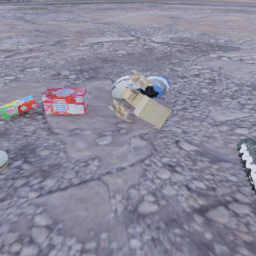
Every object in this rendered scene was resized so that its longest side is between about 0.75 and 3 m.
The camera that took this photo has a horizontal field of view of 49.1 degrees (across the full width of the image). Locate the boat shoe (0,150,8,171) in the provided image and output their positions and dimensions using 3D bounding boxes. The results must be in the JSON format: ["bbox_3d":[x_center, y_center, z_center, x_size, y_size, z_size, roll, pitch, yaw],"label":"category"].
[{"bbox_3d":[-3.836,0.811,6.533,0.797,0.729,2.133,23,25,35],"label":"boat shoe"}]

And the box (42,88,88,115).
[{"bbox_3d":[-2.117,-0.921,9.539,1.395,0.695,0.666,1,37,4],"label":"box"}]

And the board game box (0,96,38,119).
[{"bbox_3d":[-3.781,-0.736,9.657,1.157,0.233,0.886,-25,28,-21],"label":"board game box"}]

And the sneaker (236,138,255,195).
[{"bbox_3d":[3.182,1.154,5.383,1.322,0.971,2.923,-25,37,11],"label":"sneaker"}]

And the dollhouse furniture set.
[{"bbox_3d":[0.466,-0.790,9.033,1.058,1.493,1.625,26,12,-38],"label":"dollhouse furniture set"}]

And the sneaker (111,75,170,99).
[{"bbox_3d":[0.310,-1.375,10.222,2.307,0.889,0.983,-5,36,27],"label":"sneaker"}]
